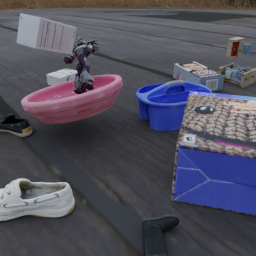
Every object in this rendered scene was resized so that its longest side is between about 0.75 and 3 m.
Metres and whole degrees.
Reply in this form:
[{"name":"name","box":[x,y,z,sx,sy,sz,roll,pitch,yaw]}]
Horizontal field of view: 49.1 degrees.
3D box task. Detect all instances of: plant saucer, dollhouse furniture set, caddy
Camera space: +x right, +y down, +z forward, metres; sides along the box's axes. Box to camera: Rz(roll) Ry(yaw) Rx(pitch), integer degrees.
[{"name":"plant saucer","box":[-1.479,-0.816,7.815,2.781,0.705,2.781,-11,19,4]},{"name":"dollhouse furniture set","box":[4.714,-2.797,11.875,1.233,1.760,1.240,-23,36,-36]},{"name":"caddy","box":[1.440,-0.872,8.815,2.434,1.278,1.721,-12,29,-20]}]

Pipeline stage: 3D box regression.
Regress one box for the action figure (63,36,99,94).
[{"name":"action figure","box":[-1.320,-1.926,8.153,1.181,1.815,0.629,-20,-22,33]}]

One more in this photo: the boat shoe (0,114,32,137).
[{"name":"boat shoe","box":[-3.534,-0.155,8.307,1.595,0.497,0.595,12,32,24]}]

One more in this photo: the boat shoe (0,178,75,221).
[{"name":"boat shoe","box":[-2.075,1.282,5.391,2.036,0.706,0.721,-3,28,-5]}]

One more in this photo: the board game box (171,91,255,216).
[{"name":"board game box","box":[2.326,0.395,6.322,2.262,1.374,2.837,7,30,13]}]

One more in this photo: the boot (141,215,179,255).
[{"name":"boot","box":[0.590,1.881,4.712,0.703,0.280,0.852,-11,24,3]}]

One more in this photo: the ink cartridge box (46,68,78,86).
[{"name":"ink cartridge box","box":[-2.754,-2.137,11.984,0.856,0.494,1.172,18,33,30]}]

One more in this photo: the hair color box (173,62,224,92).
[{"name":"hair color box","box":[2.924,-2.188,11.892,1.100,0.674,2.222,-10,29,-17]}]

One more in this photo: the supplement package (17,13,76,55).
[{"name":"supplement package","box":[-2.166,-2.500,7.550,0.778,0.781,1.332,22,17,28]}]
